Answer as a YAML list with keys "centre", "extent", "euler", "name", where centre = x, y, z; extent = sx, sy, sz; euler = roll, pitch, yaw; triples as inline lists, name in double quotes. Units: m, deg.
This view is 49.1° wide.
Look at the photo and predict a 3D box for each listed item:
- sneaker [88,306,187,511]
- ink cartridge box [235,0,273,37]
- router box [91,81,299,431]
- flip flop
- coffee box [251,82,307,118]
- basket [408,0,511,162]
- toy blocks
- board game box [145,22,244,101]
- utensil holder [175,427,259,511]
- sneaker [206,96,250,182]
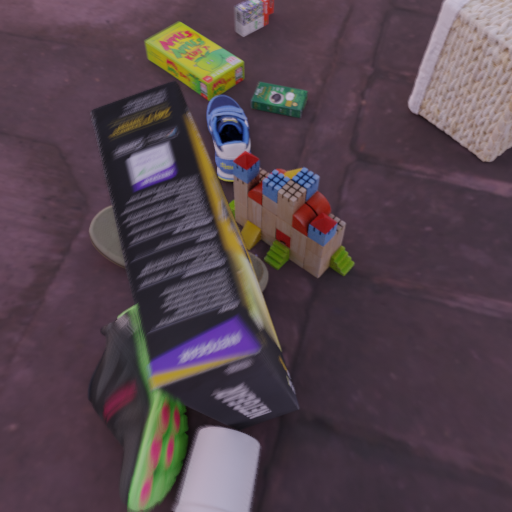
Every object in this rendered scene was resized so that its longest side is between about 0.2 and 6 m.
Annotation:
- centre: [-1.887, 2.309, 8.718]
  extent: [1.321, 1.210, 3.152]
  euler: [-19, 55, 13]
  name: "sneaker"
- centre: [0.047, -6.361, 14.650]
  extent: [1.321, 0.720, 0.333]
  euler: [-35, 63, -21]
  name: "ink cartridge box"
- centre: [-0.610, 0.384, 7.658]
  extent: [1.124, 4.305, 3.385]
  euler: [-19, 67, 1]
  name: "router box"
- centre: [-1.421, -0.171, 10.269]
  extent: [3.486, 1.004, 1.414]
  euler: [23, 66, 12]
  name: "flip flop"
- centre: [0.545, -3.653, 13.105]
  extent: [1.205, 0.265, 0.741]
  euler: [12, 57, 8]
  name: "coffee box"
- centre: [5.322, -4.142, 11.835]
  extent: [2.937, 2.964, 2.384]
  euler: [-33, 64, -20]
  name: "basket"
- centre: [0.590, -0.869, 10.248]
  extent: [2.773, 1.895, 1.386]
  euler: [36, 63, 21]
  name: "toy blocks"
- centre: [-1.512, -4.783, 13.692]
  extent: [2.288, 0.545, 1.162]
  euler: [39, 64, 23]
  name: "board game box"
- centre: [-0.527, 3.208, 8.055]
  extent: [1.015, 1.015, 1.195]
  euler: [9, 55, 6]
  name: "utensil holder"
- centre: [-0.567, -2.760, 12.066]
  extent: [0.907, 1.009, 2.454]
  euler: [-10, 54, -5]
  name: "sneaker"
